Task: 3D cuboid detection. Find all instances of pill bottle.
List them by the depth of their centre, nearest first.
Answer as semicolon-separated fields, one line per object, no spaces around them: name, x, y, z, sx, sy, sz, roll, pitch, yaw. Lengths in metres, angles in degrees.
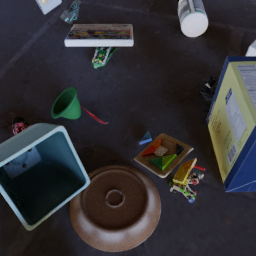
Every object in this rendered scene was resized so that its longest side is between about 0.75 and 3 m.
pill bottle;3.197;-5.739;14.052;1.292;1.292;2.285;1;51;1

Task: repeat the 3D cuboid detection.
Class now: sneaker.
sneaker;-3.634;0.100;9.628;0.692;0.836;1.752;-23;53;-16
sneaker;-1.999;-4.215;10.179;0.484;0.460;1.220;39;56;-21

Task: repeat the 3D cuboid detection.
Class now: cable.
cable;4.036;-1.378;10.727;2.319;0.589;1.892;20;41;19

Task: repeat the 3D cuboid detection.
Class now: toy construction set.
toy construction set;1.717;1.565;8.405;0.862;0.936;1.122;18;62;24

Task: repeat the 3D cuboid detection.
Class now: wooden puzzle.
wooden puzzle;1.123;0.794;8.924;2.388;0.279;1.611;20;53;42

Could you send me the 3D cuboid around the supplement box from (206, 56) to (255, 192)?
supplement box;3.905;-0.102;8.382;2.001;2.981;2.977;-1;51;-1

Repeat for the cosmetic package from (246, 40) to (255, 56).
cosmetic package;5.821;-2.908;11.637;1.460;1.469;1.755;33;59;23

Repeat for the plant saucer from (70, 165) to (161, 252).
plant saucer;-0.378;2.135;8.198;2.718;0.497;2.718;0;52;0

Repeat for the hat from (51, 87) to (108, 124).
hat;-1.885;-0.549;10.543;1.362;1.447;1.644;-43;36;12

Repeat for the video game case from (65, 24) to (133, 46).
video game case;-1.256;-4.373;13.114;2.953;0.339;2.691;0;34;-1

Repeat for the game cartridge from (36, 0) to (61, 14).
game cartridge;-2.446;-4.059;8.257;0.763;1.147;0.238;-39;55;-10

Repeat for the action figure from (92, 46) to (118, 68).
action figure;-1.159;-3.295;12.630;1.045;0.484;1.769;13;54;10

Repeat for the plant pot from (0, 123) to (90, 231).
plant pot;-2.785;1.072;8.026;2.102;2.108;2.147;-36;33;-27
